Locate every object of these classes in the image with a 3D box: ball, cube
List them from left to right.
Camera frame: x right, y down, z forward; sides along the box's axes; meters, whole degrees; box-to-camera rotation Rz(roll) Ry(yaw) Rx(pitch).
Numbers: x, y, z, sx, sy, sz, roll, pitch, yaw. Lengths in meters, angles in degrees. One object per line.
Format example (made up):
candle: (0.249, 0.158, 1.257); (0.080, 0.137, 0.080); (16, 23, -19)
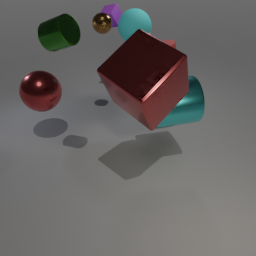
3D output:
ball: (-2.979, -1.257, 9.578); (1.400, 1.400, 1.400); (0, 31, 0)
ball: (-0.895, -3.628, 9.710); (0.700, 0.700, 0.700); (0, 31, 0)
cube: (-0.730, -4.893, 12.258); (0.700, 0.700, 0.700); (4, 59, 32)
ball: (0.282, -4.251, 11.732); (1.400, 1.400, 1.400); (0, 31, 0)
cube: (0.406, -1.072, 6.421); (1.400, 1.400, 1.400); (39, 79, 26)

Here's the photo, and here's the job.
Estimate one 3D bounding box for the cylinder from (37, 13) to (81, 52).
cylinder: (-1.572, -2.165, 6.412); (0.700, 0.700, 0.700); (-5, 25, 33)

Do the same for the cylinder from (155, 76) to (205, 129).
cylinder: (1.345, -0.769, 8.333); (1.400, 1.400, 1.400); (-9, 32, -8)

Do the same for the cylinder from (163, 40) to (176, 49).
cylinder: (1.463, -2.829, 10.459); (0.700, 0.700, 0.700); (-11, 36, 8)
